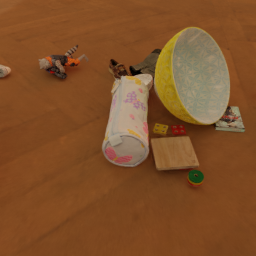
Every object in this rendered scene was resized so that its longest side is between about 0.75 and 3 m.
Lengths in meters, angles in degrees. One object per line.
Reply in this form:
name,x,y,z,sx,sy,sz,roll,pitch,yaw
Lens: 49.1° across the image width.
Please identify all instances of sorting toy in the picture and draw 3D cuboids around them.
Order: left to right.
sorting toy,1.255,0.727,7.863,1.127,0.395,2.338,-3,41,-4

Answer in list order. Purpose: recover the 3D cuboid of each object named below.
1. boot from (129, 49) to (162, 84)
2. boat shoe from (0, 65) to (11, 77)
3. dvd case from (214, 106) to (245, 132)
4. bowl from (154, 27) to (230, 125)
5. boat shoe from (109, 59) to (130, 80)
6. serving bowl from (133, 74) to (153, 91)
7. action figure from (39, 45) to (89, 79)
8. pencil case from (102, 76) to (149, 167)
boot,1.505,-2.223,11.148,2.715,0.919,1.774,24,53,33
boat shoe,-5.634,-2.416,11.550,1.641,0.604,0.548,17,25,9
dvd case,3.307,-0.336,9.326,0.913,0.138,1.251,5,41,6
bowl,1.821,-1.529,9.138,2.997,2.997,1.613,-37,18,-36
boat shoe,-0.352,-2.337,11.353,0.565,0.563,1.565,-17,43,-19
serving bowl,0.315,-1.477,10.256,1.328,0.437,1.328,-16,32,10
action figure,-2.929,-2.864,11.685,1.966,1.028,1.902,29,40,31
pencil case,-0.001,-0.306,8.301,1.245,1.358,2.995,-9,41,11
